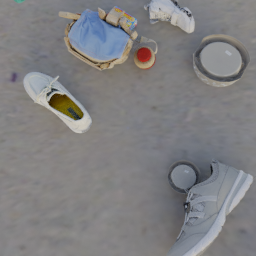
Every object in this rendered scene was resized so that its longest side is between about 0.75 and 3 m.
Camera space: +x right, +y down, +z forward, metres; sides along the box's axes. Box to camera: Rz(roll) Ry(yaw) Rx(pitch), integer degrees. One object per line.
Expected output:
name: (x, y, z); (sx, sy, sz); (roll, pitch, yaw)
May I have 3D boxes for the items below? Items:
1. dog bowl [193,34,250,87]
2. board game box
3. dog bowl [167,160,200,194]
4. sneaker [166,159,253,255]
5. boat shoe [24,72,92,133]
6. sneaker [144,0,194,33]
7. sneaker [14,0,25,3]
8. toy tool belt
dog bowl: (2.794, -2.021, 8.564); (1.713, 0.502, 1.713); (0, 69, 0)
board game box: (-0.335, -3.441, 9.238); (0.924, 0.258, 0.905); (37, 74, 13)
dog bowl: (1.462, 1.307, 7.411); (0.893, 0.262, 0.893); (0, 69, -1)
sneaker: (1.773, 2.039, 6.847); (1.214, 1.106, 2.961); (34, 63, 24)
boat shoe: (-2.081, -0.892, 7.815); (2.528, 1.078, 0.934); (43, 75, 15)
sneaker: (1.316, -3.619, 9.104); (1.046, 0.684, 1.820); (-26, 66, -9)
sneaker: (-1.276, -2.496, 4.600); (1.558, 0.604, 0.621); (-27, 103, 11)
toy tool belt: (-0.534, -2.536, 8.045); (2.740, 1.684, 1.711); (22, 89, 8)
